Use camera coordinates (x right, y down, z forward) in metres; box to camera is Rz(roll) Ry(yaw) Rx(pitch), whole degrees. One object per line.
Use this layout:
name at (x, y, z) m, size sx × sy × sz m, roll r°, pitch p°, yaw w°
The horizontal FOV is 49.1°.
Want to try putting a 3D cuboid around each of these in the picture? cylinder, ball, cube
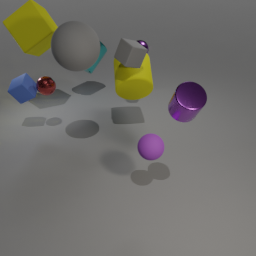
cylinder at (-1.947, -3.583, 13.476) m, size 1.400 × 1.400 × 1.400 m, roll 31°, pitch 86°, yaw 42°
ball at (0.593, 0.491, 7.268) m, size 0.700 × 0.700 × 0.700 m, roll 0°, pitch 30°, yaw 0°
cube at (-3.605, -3.804, 10.860) m, size 1.400 × 1.400 × 1.400 m, roll -34°, pitch 5°, yaw 9°
cylinder at (1.310, -0.569, 6.253) m, size 0.700 × 0.700 × 0.700 m, roll 2°, pitch 69°, yaw -5°
ball at (-2.984, -1.535, 10.209) m, size 0.700 × 0.700 × 0.700 m, roll 0°, pitch 30°, yaw 0°
cube at (0.089, -2.489, 9.351) m, size 0.700 × 0.700 × 0.700 m, roll -4°, pitch 40°, yaw -43°
cube at (-3.849, -1.451, 10.313) m, size 0.700 × 0.700 × 0.700 m, roll -21°, pitch 44°, yaw 17°
cylinder at (0.186, -2.000, 10.543) m, size 1.400 × 1.400 × 1.400 m, roll -2°, pitch 63°, yaw -4°
ball at (-1.501, -2.342, 8.070) m, size 1.400 × 1.400 × 1.400 m, roll 0°, pitch 30°, yaw 0°
ball at (0.489, -3.211, 11.389) m, size 0.700 × 0.700 × 0.700 m, roll 0°, pitch 30°, yaw 0°
